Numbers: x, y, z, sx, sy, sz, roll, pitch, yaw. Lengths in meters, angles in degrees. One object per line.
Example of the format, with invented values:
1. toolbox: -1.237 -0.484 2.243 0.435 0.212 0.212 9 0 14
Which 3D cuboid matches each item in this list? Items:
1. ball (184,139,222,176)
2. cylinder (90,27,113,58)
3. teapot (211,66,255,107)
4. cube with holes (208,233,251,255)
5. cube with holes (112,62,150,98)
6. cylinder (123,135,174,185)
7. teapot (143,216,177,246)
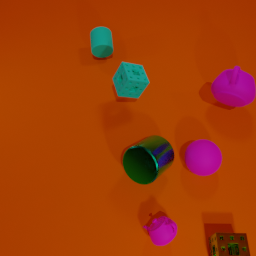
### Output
1. ball: 2.036 0.804 7.616 0.983 0.983 0.983 0 60 0
2. cylinder: -0.906 -2.941 9.631 0.750 0.750 0.750 -6 69 -3
3. teapot: 3.142 -1.217 8.252 1.254 2.016 0.987 19 81 24
4. cube with holes: 2.369 2.892 6.575 0.704 0.704 0.704 1 60 0
5. cube with holes: 0.071 -1.390 8.209 0.703 0.703 0.703 2 54 -31
6. cylinder: 0.552 0.815 7.376 1.037 1.037 1.037 36 31 19
7. teapot: 0.775 2.438 6.747 0.564 1.151 0.716 51 50 -1
